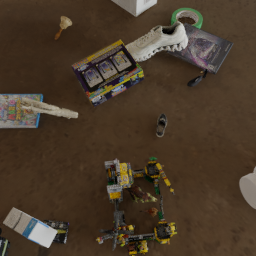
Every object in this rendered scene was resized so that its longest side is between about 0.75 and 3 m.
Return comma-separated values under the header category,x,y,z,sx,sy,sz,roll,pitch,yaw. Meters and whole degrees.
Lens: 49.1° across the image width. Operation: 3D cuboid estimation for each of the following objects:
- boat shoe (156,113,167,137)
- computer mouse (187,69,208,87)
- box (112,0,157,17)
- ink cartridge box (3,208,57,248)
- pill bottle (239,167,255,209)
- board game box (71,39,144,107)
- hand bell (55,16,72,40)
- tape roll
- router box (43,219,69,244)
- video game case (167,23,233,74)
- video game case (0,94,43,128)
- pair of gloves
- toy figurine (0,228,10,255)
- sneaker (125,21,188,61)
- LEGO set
category,x,y,z,sx,sy,sz,roll,pitch,yaw
boat shoe,1.236,-0.157,10.268,0.365,0.298,0.988,14,61,8
computer mouse,2.805,-1.959,11.074,0.954,0.670,0.220,-29,68,-14
box,0.066,-6.712,13.466,1.494,1.170,2.401,-41,69,-20
ink cartridge box,-2.779,2.821,7.970,1.231,0.893,0.516,10,61,36
pill bottle,4.871,1.551,8.646,2.573,1.429,1.429,-19,62,-11
board game box,-0.813,-2.174,11.003,2.288,0.649,1.892,-29,63,-3
hand bell,-3.040,-4.439,12.667,0.567,0.567,1.088,23,75,12
tape roll,2.716,-4.972,12.970,1.412,0.339,1.412,0,61,0
router box,-2.224,3.132,8.464,0.773,0.202,0.608,6,61,3
video game case,3.060,-3.434,11.979,2.295,0.218,1.640,30,77,14
video game case,-4.360,-0.667,10.622,2.045,0.182,1.463,0,61,0
pair of gloves,-2.708,-0.622,9.492,1.839,2.163,0.379,15,92,-21
toy figurine,-4.643,3.179,7.692,2.124,1.501,2.158,-36,67,-18
sneaker,1.013,-3.615,11.578,2.809,1.138,1.055,-15,61,10
LEGO set,0.296,2.071,8.202,2.249,1.695,2.925,1,61,1
